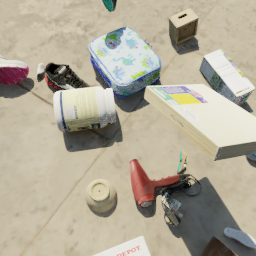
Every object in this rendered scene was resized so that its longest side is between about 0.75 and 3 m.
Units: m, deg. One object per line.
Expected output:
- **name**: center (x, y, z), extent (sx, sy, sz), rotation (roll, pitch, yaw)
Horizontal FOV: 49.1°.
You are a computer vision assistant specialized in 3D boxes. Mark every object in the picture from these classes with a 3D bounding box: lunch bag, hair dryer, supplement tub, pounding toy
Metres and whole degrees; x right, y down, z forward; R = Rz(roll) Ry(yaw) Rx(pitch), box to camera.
- **lunch bag**: center (-0.193, -2.724, 11.535), extent (2.290, 1.175, 2.849), rotation (-30, 66, -16)
- **hair dryer**: center (1.017, 1.956, 9.493), extent (2.553, 0.694, 1.945), rotation (35, 51, 11)
- **supplement tub**: center (-1.545, -0.704, 10.270), extent (2.095, 1.519, 1.519), rotation (-7, 62, -4)
- **pounding toy**: center (2.542, -4.650, 12.625), extent (1.378, 1.268, 0.980), rotation (-26, 65, -4)

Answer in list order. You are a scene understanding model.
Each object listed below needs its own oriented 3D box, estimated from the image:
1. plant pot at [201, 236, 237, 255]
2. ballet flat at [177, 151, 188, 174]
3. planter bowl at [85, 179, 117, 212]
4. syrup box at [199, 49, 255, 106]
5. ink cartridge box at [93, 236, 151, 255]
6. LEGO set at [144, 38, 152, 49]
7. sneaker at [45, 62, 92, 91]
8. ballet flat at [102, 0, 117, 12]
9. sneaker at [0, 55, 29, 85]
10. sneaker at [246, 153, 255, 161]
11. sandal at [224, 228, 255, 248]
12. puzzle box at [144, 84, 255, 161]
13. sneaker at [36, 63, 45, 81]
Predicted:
- **plant pot**: center (2.428, 4.298, 7.675), extent (1.847, 1.726, 1.726), rotation (-45, 70, -7)
- **ballet flat**: center (1.957, 1.228, 9.942), extent (0.292, 0.316, 0.895), rotation (20, 67, -6)
- **planter bowl**: center (-0.910, 2.148, 9.196), extent (1.089, 0.733, 1.089), rotation (0, 63, 0)
- **syrup box**: center (3.934, -1.998, 11.308), extent (0.921, 0.891, 2.262), rotation (-24, 65, -12)
- **ink cartridge box**: center (0.021, 4.585, 7.683), extent (1.879, 1.091, 2.604), rotation (-19, 64, -10)
- **LEGO set**: center (0.759, -3.572, 12.178), extent (0.670, 1.032, 0.292), rotation (36, 94, 30)
- **sneaker**: center (-2.338, -1.866, 11.095), extent (2.405, 1.175, 0.850), rotation (29, 63, 13)
- **ballet flat**: center (-0.756, -5.433, 10.788), extent (0.777, 2.286, 0.782), rotation (42, 88, 18)
- **sneaker**: center (-5.507, -2.629, 11.478), extent (2.950, 1.200, 1.301), rotation (3, 64, 1)
- **sneaker**: center (5.330, 0.696, 9.940), extent (2.220, 0.805, 0.798), rotation (-8, 61, -6)
- **sandal**: center (3.519, 3.445, 8.798), extent (0.993, 0.244, 0.404), rotation (23, 48, 26)
- **puzzle box**: center (1.857, -0.313, 6.569), extent (1.898, 0.363, 2.852), rotation (-6, 33, -25)
- **sneaker**: center (-3.724, -2.367, 11.901), extent (0.291, 0.293, 0.809), rotation (16, 70, -29)
